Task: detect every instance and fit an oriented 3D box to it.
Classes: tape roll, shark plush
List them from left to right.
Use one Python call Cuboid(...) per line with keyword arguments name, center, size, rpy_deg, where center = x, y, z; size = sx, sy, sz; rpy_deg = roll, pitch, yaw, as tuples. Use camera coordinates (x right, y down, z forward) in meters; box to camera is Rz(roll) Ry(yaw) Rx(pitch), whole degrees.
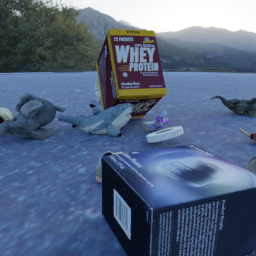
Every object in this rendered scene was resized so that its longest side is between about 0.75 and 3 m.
Cuboid(name="shark plush", center=(-1.107, -0.376, 9.711), size=(2.474, 1.031, 1.124), rpy_deg=(3, 15, 13))
Cuboid(name="tape roll", center=(1.109, 0.194, 8.455), size=(1.142, 0.209, 1.142), rpy_deg=(-15, 3, 1))

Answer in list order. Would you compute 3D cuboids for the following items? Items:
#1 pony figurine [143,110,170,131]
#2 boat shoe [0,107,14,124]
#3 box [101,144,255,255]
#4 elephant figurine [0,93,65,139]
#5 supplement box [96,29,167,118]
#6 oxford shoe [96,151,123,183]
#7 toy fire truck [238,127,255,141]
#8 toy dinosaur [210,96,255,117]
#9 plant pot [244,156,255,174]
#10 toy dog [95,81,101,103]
Cuboid(name="pony figurine", center=(1.097, -0.189, 9.824), size=(0.988, 0.823, 0.954), rpy_deg=(-15, 5, -8))
Cuboid(name="boat shoe", center=(-5.446, -0.312, 9.350), size=(2.954, 1.093, 0.981), rpy_deg=(-4, 9, -14))
Cuboid(name="box", center=(0.703, 1.031, 4.082), size=(1.776, 1.103, 1.790), rpy_deg=(-5, 15, -23))
Cuboid(name="elephant figurine", center=(-3.176, -0.202, 9.061), size=(1.445, 1.585, 2.043), rpy_deg=(41, 15, -20))
Cuboid(name="supplement box", center=(-0.011, -1.972, 10.943), size=(1.766, 2.624, 2.660), rpy_deg=(-5, -15, -18))
Cuboid(name="oxford shoe", center=(-0.318, 0.745, 6.346), size=(0.497, 0.518, 1.404), rpy_deg=(3, 15, 13))
Cuboid(name="toy fire truck", center=(3.853, 0.249, 8.391), size=(0.922, 0.593, 0.811), rpy_deg=(-8, 13, 14))
Cuboid(name="toy dinosaur", center=(5.184, -0.997, 12.824), size=(2.734, 1.052, 1.398), rpy_deg=(-2, 2, 16))
Cuboid(name="plant pot", center=(2.117, 1.035, 4.472), size=(0.948, 1.093, 1.093), rpy_deg=(-22, 21, -18))
Cuboid(name="toy dog", center=(-1.319, -1.984, 16.227), size=(0.927, 1.288, 1.328), rpy_deg=(7, -7, 14))
